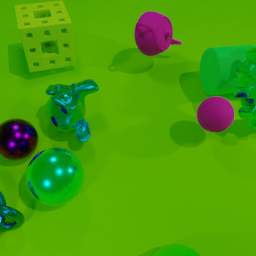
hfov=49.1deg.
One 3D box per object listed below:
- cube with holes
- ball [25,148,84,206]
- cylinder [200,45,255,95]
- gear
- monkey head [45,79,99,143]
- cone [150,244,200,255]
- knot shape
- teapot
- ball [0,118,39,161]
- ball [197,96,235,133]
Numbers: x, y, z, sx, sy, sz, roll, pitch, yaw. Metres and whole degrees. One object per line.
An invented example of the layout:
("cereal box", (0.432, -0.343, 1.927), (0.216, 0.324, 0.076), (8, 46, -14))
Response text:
("cube with holes", (-2.264, -2.546, 7.763), (1.296, 1.296, 1.296), (-13, 50, -14))
("ball", (-1.469, 0.979, 5.678), (1.160, 1.160, 1.160), (0, 56, 0))
("cylinder", (2.649, -1.506, 7.268), (1.194, 1.194, 1.194), (-6, 57, -9))
("gear", (3.344, -0.965, 6.598), (2.048, 2.048, 0.379), (-37, 23, -22))
("monkey head", (-1.305, -0.534, 6.722), (1.336, 1.119, 1.857), (-26, 47, -20))
("cone", (0.414, 2.390, 4.291), (1.401, 1.406, 1.401), (-20, 50, 27))
("knot shape", (-2.686, 1.662, 5.416), (1.160, 0.536, 1.085), (-27, 95, 0))
("teapot", (0.796, -2.493, 7.477), (0.910, 1.860, 1.156), (13, 96, 36))
("ball", (-2.510, 0.256, 6.296), (0.952, 0.952, 0.952), (0, 56, 0))
("ball", (1.927, -0.297, 6.186), (0.801, 0.801, 0.801), (0, 56, 0))
